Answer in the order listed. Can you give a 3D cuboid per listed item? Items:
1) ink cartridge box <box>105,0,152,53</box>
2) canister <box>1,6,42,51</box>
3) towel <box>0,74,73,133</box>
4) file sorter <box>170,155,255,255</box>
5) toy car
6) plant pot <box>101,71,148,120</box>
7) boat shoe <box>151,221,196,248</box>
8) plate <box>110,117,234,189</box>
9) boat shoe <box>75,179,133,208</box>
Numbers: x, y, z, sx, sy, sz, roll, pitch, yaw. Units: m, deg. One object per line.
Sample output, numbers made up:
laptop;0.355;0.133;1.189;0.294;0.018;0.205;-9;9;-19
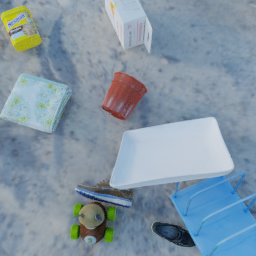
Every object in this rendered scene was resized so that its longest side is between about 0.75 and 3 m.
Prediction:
ink cartridge box;-0.038;-3.946;10.063;0.874;1.484;2.577;-21;71;-7
canister;-3.962;-3.694;10.447;1.086;0.633;1.463;-24;73;-9
towel;-3.072;-0.859;9.430;2.015;0.485;1.725;16;69;10
file sorter;2.592;2.289;7.360;1.834;1.621;2.643;-20;55;-12
toy car;-1.010;2.575;7.701;1.222;1.488;1.174;4;69;2
plant pot;-0.191;-0.992;9.218;1.262;1.262;1.227;28;81;10
boat shoe;1.363;3.063;8.072;1.393;0.462;0.520;24;72;9
plate;1.170;0.690;7.839;2.977;2.970;0.481;-10;114;12
boat shoe;-0.702;1.896;8.466;1.753;0.633;0.634;16;66;-5
